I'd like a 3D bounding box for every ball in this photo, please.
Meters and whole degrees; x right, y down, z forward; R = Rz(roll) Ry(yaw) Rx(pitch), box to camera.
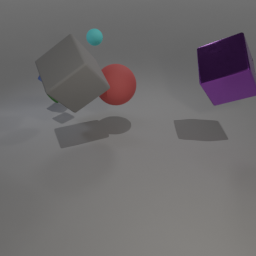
[{"bbox_3d":[-0.413,-1.471,9.547,1.400,1.400,1.400,0,29,0],"label":"ball"},{"bbox_3d":[-1.431,-3.881,11.984,0.700,0.700,0.700,0,29,0],"label":"ball"}]

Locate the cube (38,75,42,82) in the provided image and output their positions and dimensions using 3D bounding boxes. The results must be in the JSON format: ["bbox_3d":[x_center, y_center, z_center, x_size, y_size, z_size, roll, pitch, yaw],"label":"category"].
[{"bbox_3d":[-3.076,-2.138,11.199,0.700,0.700,0.700,-20,40,60],"label":"cube"}]

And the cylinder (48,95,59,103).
[{"bbox_3d":[-2.656,-1.427,10.610,0.700,0.700,0.700,26,64,38],"label":"cylinder"}]

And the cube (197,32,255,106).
[{"bbox_3d":[3.041,-1.736,8.558,1.400,1.400,1.400,-14,58,30],"label":"cube"}]

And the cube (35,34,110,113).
[{"bbox_3d":[-1.640,-1.584,8.349,1.400,1.400,1.400,-34,58,10],"label":"cube"}]
